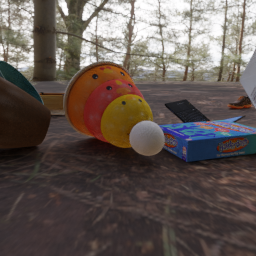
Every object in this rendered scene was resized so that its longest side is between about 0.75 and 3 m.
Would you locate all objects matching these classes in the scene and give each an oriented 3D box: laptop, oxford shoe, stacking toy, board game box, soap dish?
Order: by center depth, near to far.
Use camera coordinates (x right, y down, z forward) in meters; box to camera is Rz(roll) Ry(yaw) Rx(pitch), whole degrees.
[{"bbox_3d":[-0.074,-0.241,6.477,2.080,2.080,2.847,-8,29,-33],"label":"stacking toy"},{"bbox_3d":[1.903,0.231,6.596,2.156,0.485,1.640,-4,12,-20],"label":"board game box"},{"bbox_3d":[2.457,-0.549,8.909,1.929,0.996,1.710,46,31,19],"label":"laptop"},{"bbox_3d":[-3.264,-1.100,12.177,2.049,0.832,1.612,1,12,9],"label":"soap dish"},{"bbox_3d":[5.421,-1.278,13.638,1.605,0.585,0.572,-8,14,-35],"label":"oxford shoe"}]

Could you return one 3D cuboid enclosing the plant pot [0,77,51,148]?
[{"bbox_3d":[-2.892,-0.283,6.360,2.011,1.879,1.879,19,0,-32],"label":"plant pot"}]

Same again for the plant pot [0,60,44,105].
[{"bbox_3d":[-4.292,-1.076,9.928,1.458,2.164,2.164,-37,11,5],"label":"plant pot"}]

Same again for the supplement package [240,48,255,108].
[{"bbox_3d":[4.859,-1.238,7.681,2.394,1.761,2.289,6,43,-7],"label":"supplement package"}]
